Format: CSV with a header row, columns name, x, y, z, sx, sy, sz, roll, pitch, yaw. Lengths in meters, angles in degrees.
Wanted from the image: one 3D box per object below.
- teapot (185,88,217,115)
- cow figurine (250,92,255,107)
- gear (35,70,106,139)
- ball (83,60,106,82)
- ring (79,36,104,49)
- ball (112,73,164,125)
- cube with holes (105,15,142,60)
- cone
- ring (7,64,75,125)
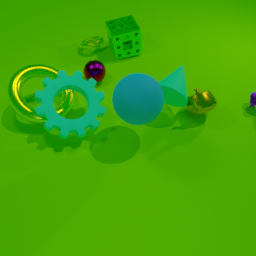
name,x,y,z,sx,sy,sz,roll,pitch,yaw
teapot,2.244,-0.860,8.797,1.004,0.791,1.615,-15,7,27
cow figurine,4.446,-0.930,9.007,0.948,0.933,0.520,35,39,16
gear,-1.697,-0.705,8.331,2.026,0.375,2.026,4,74,-16
ball,-1.184,-2.015,9.963,0.803,0.803,0.803,0,50,0
ring,-1.477,-3.481,11.374,1.063,0.213,1.063,-12,31,8
ball,0.270,-0.768,7.523,1.384,1.384,1.384,0,50,0
cube with holes,-0.164,-3.549,11.007,1.096,1.096,1.096,-16,52,-7
cone,1.513,-1.486,8.790,1.205,1.205,1.210,21,74,17
ring,-2.708,-1.089,8.879,2.071,0.414,2.071,10,65,-24
